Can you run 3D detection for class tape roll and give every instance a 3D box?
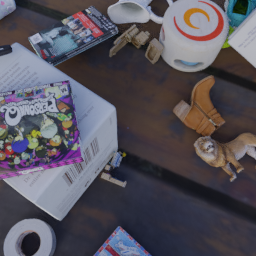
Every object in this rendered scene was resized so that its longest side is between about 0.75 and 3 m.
[{"bbox_3d":[-2.140,2.552,6.154,1.052,0.347,1.052,0,66,0],"label":"tape roll"}]

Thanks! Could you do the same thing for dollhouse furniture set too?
[{"bbox_3d":[0.208,-2.197,8.071,0.929,1.085,1.141,-43,87,-13],"label":"dollhouse furniture set"},{"bbox_3d":[-0.199,0.928,6.679,0.525,0.759,0.804,20,78,9],"label":"dollhouse furniture set"}]

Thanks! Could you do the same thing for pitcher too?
[{"bbox_3d":[0.603,-4.450,8.883,2.054,1.451,2.394,13,75,1],"label":"pitcher"}]

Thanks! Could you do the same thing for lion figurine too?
[{"bbox_3d":[2.690,0.537,6.989,1.961,0.711,1.201,-15,53,-22],"label":"lion figurine"}]

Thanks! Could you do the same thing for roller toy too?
[{"bbox_3d":[1.783,-2.610,7.977,1.791,1.372,1.963,-35,75,-14],"label":"roller toy"}]

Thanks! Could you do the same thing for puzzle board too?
[{"bbox_3d":[0.081,3.452,5.826,2.212,0.192,1.667,38,71,16],"label":"puzzle board"}]

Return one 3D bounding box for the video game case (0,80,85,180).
[{"bbox_3d":[-1.698,0.013,4.792,1.681,0.301,1.524,-11,67,-6],"label":"video game case"}]

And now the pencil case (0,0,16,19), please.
[{"bbox_3d":[-4.502,-3.596,8.684,0.853,0.931,2.052,42,73,6],"label":"pencil case"}]

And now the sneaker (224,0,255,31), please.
[{"bbox_3d":[3.612,-3.939,8.767,1.046,1.075,2.698,17,66,7],"label":"sneaker"}]

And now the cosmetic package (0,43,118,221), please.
[{"bbox_3d":[-1.964,0.153,6.190,2.751,2.288,2.302,34,69,14],"label":"cosmetic package"}]

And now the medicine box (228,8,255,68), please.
[{"bbox_3d":[4.391,-2.316,7.251,2.649,1.364,2.413,43,57,1],"label":"medicine box"}]

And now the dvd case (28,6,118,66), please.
[{"bbox_3d":[-1.651,-2.730,8.230,2.282,0.251,1.666,-30,52,-11],"label":"dvd case"}]

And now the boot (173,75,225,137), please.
[{"bbox_3d":[2.129,-0.559,7.497,1.211,0.577,1.565,41,83,18],"label":"boot"}]

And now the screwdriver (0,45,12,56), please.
[{"bbox_3d":[-2.977,-1.382,5.384,1.452,0.211,0.202,-15,30,-16],"label":"screwdriver"}]
